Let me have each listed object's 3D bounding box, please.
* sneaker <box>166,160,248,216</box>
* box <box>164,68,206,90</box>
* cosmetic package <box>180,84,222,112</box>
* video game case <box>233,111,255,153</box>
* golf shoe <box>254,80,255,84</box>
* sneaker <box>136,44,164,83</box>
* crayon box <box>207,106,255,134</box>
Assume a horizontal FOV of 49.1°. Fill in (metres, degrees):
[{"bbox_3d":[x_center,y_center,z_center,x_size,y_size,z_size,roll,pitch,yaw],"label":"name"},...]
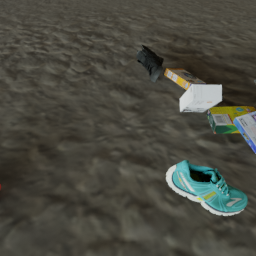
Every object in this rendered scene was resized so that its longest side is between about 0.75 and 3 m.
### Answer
[{"bbox_3d":[1.614,1.152,5.416,1.784,0.710,0.691,23,44,-13],"label":"sneaker"},{"bbox_3d":[1.949,-1.600,9.340,0.812,0.283,1.364,-7,40,-36],"label":"box"},{"bbox_3d":[1.890,-0.750,7.500,0.722,1.750,0.443,-1,84,1],"label":"cosmetic package"},{"bbox_3d":[3.374,0.059,7.152,0.929,0.233,1.025,-17,60,-14],"label":"video game case"},{"bbox_3d":[4.427,-1.225,8.629,1.221,0.475,0.577,15,57,-22],"label":"golf shoe"},{"bbox_3d":[0.697,-2.333,9.916,1.028,0.592,1.972,27,35,-7],"label":"sneaker"},{"bbox_3d":[2.965,-0.237,7.816,1.326,0.337,0.842,-1,39,0],"label":"crayon box"}]
